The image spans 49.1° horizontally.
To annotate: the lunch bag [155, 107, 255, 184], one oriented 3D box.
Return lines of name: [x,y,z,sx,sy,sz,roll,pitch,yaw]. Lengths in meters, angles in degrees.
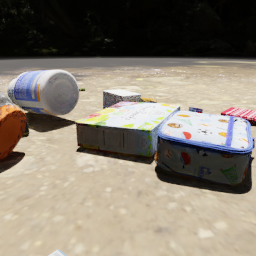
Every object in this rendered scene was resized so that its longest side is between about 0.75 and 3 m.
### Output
lunch bag: [1.817,0.268,6.363,2.057,0.970,2.566,8,20,20]

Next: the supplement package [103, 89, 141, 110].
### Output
supplement package: [-0.252,-0.940,10.457,0.828,0.826,1.412,-11,21,-34]

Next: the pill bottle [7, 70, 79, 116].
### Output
pill bottle: [-3.042,-1.235,9.694,2.624,1.470,1.470,8,18,41]

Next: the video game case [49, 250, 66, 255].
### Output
video game case: [-0.963,1.796,2.778,0.924,0.115,1.291,16,23,40]

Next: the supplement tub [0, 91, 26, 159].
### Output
supplement tub: [-3.855,-0.396,6.465,2.653,1.625,1.625,25,22,8]

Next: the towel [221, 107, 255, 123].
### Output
towel: [4.381,-0.375,9.639,2.142,0.241,1.549,13,19,32]

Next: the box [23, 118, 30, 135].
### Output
box: [-4.263,-0.107,8.237,2.265,0.559,1.809,-10,21,-29]

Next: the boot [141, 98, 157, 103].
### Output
boot: [0.703,-1.123,11.951,1.082,0.381,0.775,5,12,3]

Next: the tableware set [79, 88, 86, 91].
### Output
tableware set: [-3.020,-2.238,15.723,0.946,0.215,1.404,-13,21,-36]

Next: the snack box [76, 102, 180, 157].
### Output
snack box: [0.167,-0.117,7.881,2.032,0.757,2.858,7,18,22]
